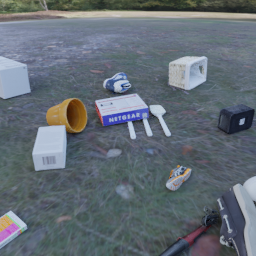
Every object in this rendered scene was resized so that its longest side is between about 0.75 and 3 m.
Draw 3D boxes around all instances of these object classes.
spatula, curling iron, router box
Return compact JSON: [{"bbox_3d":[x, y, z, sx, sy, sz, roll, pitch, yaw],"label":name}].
[{"bbox_3d":[0.764,-0.324,11.702,1.906,0.220,2.742,-3,27,-6],"label":"spatula"},{"bbox_3d":[1.239,2.410,6.160,2.270,0.563,0.290,-24,21,-32],"label":"curling iron"},{"bbox_3d":[-0.310,-0.835,12.191,1.991,0.486,1.787,-11,28,-10],"label":"router box"}]

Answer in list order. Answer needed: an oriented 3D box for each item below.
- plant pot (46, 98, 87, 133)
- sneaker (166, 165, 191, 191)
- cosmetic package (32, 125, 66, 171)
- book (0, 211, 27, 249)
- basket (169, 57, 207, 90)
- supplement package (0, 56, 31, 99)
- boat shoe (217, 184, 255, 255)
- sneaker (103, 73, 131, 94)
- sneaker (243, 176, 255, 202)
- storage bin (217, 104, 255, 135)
[{"bbox_3d":[-2.474,-0.449,10.985,1.205,1.316,1.316,-4,23,27],"label":"plant pot"},{"bbox_3d":[1.385,1.420,8.089,0.442,0.448,1.146,29,29,30],"label":"sneaker"},{"bbox_3d":[-2.580,0.619,9.401,0.936,0.657,1.845,-4,28,-8],"label":"cosmetic package"},{"bbox_3d":[-2.931,2.416,6.438,0.651,0.234,0.975,22,35,32],"label":"book"},{"bbox_3d":[3.405,-3.194,15.944,1.347,1.480,2.184,17,32,37],"label":"basket"},{"bbox_3d":[-6.657,-2.748,14.903,2.744,1.561,1.503,22,33,36],"label":"supplement package"},{"bbox_3d":[2.488,2.384,6.204,0.814,0.943,2.595,-36,20,28],"label":"boat shoe"},{"bbox_3d":[-0.260,-2.401,15.134,1.382,0.761,1.888,20,34,32],"label":"sneaker"},{"bbox_3d":[4.151,1.784,6.908,2.417,0.880,1.023,7,26,10],"label":"sneaker"},{"bbox_3d":[4.263,-0.358,11.053,1.302,0.880,0.611,-13,30,-24],"label":"storage bin"}]
